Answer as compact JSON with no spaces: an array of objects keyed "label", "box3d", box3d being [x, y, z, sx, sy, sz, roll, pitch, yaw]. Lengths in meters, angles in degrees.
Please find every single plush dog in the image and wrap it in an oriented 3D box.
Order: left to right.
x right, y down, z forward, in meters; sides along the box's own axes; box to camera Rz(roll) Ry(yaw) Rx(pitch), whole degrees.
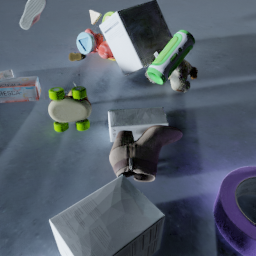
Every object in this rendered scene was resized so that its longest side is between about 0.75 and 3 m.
[{"label":"plush dog","box3d":[2.249,-2.860,13.350,2.314,1.856,1.987,23,22,25]}]

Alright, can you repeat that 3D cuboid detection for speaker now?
[{"label":"speaker","box3d":[1.041,-1.707,6.746,0.585,0.585,1.324,33,81,33]}]

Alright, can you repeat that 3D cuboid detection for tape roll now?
[{"label":"tape roll","box3d":[3.744,2.280,7.640,2.612,0.857,2.612,-1,40,1]}]

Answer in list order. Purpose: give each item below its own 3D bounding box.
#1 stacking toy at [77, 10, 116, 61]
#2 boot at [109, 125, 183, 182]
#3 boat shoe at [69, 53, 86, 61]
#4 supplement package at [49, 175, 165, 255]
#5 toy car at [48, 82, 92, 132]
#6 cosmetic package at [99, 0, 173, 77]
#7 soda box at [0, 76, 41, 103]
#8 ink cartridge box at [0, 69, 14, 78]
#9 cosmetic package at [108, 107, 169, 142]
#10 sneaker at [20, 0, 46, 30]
[{"label":"stacking toy","box3d":[-1.627,-4.987,14.955,2.744,2.484,1.159,22,27,30]},{"label":"boot","box3d":[0.695,0.883,9.401,2.636,0.926,1.927,-4,46,-3]},{"label":"boat shoe","box3d":[-1.773,-2.468,9.765,0.279,0.316,0.862,-7,17,-41]},{"label":"supplement package","box3d":[-0.453,2.571,6.707,2.097,1.580,1.591,-27,47,-29]},{"label":"toy car","box3d":[-2.223,-1.056,11.141,1.593,1.658,2.019,-3,30,-4]},{"label":"cosmetic package","box3d":[0.595,-4.450,13.897,2.766,2.775,1.706,-34,13,-33]},{"label":"soda box","box3d":[-5.228,-1.688,12.403,2.552,0.811,0.873,-4,40,-6]},{"label":"ink cartridge box","box3d":[-6.131,-2.568,13.919,0.811,0.206,0.920,-15,42,-19]},{"label":"cosmetic package","box3d":[0.360,-0.150,10.593,2.148,0.765,1.089,-4,40,-4]},{"label":"sneaker","box3d":[-3.172,-3.999,9.502,0.506,1.345,0.703,36,31,-18]}]
